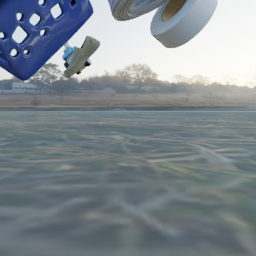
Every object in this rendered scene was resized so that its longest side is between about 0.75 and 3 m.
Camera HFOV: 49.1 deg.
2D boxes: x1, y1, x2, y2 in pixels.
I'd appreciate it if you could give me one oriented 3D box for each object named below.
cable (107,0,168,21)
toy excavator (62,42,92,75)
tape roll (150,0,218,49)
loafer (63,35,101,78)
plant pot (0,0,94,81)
[{"bbox_3d":[0.448,-3.765,7.507,2.220,0.768,2.219,-27,2,2],"label":"cable"},{"bbox_3d":[-2.181,-2.884,10.424,0.723,1.447,1.407,-34,-29,21],"label":"toy excavator"},{"bbox_3d":[1.541,-3.282,8.017,0.697,1.993,1.993,31,-13,-30],"label":"tape roll"},{"bbox_3d":[-1.640,-2.395,9.336,0.575,1.685,0.638,42,-5,-22],"label":"loafer"},{"bbox_3d":[-2.533,-2.843,5.739,2.441,2.441,2.195,34,-15,20],"label":"plant pot"}]
